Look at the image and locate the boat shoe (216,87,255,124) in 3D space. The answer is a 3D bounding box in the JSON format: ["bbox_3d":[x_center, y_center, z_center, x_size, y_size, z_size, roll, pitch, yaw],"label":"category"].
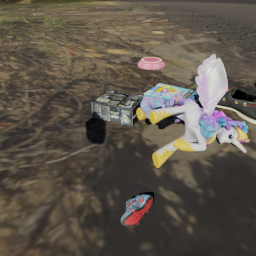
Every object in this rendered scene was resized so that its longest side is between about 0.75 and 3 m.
[{"bbox_3d":[3.645,-1.006,9.549,0.978,0.837,2.673,-18,33,-27],"label":"boat shoe"}]

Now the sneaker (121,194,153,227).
[{"bbox_3d":[0.108,1.606,5.478,0.431,0.358,0.903,5,20,37],"label":"sneaker"}]

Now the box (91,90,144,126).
[{"bbox_3d":[-0.290,-0.685,9.155,1.413,0.609,1.157,11,31,19],"label":"box"}]

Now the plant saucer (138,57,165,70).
[{"bbox_3d":[1.168,-3.256,13.990,1.352,0.343,1.352,0,30,0],"label":"plant saucer"}]

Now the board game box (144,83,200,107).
[{"bbox_3d":[1.596,-1.121,10.156,1.663,0.390,1.255,17,34,27],"label":"board game box"}]

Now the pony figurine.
[{"bbox_3d":[1.714,-0.352,7.517,2.749,2.289,2.654,-8,62,-21],"label":"pony figurine"}]
